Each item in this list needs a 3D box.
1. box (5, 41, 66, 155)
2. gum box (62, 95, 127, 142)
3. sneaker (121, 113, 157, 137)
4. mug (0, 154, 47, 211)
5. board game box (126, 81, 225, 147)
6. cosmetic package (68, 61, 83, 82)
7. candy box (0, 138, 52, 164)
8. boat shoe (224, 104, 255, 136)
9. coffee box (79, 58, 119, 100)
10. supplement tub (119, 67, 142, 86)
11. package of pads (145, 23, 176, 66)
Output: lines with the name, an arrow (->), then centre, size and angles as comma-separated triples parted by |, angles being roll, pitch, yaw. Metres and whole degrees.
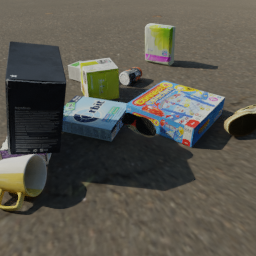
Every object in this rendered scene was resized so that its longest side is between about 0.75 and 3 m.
box -> -2.716, -0.895, 8.155 | 1.494, 2.370, 2.411 | -1, 38, -19
gum box -> -1.335, -0.433, 10.433 | 2.341, 0.522, 1.989 | 11, 34, 15
sneaker -> 0.473, -0.044, 9.068 | 1.491, 0.525, 0.697 | 25, -4, 44
mug -> -2.957, 1.301, 7.305 | 1.121, 1.094, 1.366 | -1, 26, 13
board game box -> 1.814, -0.702, 10.609 | 2.730, 0.779, 2.788 | 22, 38, 29
cosmetic package -> -1.978, -2.702, 13.788 | 1.755, 0.744, 0.944 | 17, 35, 28
candy box -> -3.103, 0.427, 8.993 | 1.376, 0.587, 1.640 | 1, 34, -2
boat shoe -> 4.261, -0.322, 10.116 | 2.298, 0.851, 0.763 | -14, 23, -25
coffee box -> -1.251, -2.089, 12.193 | 1.411, 1.409, 1.396 | -11, 34, -17
supplement tub -> 0.164, -2.534, 13.583 | 0.683, 0.683, 1.114 | 23, 38, 31
package of pads -> 1.741, -4.641, 15.538 | 1.629, 2.109, 0.719 | 19, 40, 27
